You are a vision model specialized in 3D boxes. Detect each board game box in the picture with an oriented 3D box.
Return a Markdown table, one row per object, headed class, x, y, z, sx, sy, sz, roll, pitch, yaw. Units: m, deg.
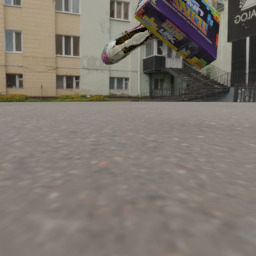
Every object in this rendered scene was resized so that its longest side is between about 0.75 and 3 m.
| class | x | y | z | sx | sy | sz | roll | pitch | yaw |
| --- | --- | --- | --- | --- | --- | --- | --- | --- | --- |
| board game box | 1.313 | -2.769 | 6.866 | 2.188 | 1.809 | 0.620 | 30 | -36 | -24 |

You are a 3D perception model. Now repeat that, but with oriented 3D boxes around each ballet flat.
| class | x | y | z | sx | sy | sz | roll | pitch | yaw |
| --- | --- | --- | --- | --- | --- | --- | --- | --- | --- |
| ballet flat | -0.038 | -2.876 | 9.538 | 2.408 | 0.832 | 0.857 | -26 | 21 | 23 |
